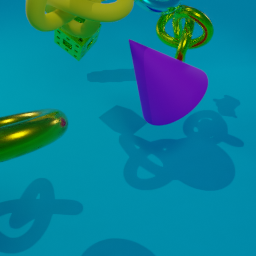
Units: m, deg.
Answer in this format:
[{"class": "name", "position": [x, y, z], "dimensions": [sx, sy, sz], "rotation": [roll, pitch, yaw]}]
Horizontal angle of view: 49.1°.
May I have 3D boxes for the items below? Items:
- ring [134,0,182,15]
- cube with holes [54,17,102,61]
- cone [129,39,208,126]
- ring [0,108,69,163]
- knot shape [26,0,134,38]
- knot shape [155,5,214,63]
[{"class": "ring", "position": [0.562, -3.003, 5.880], "dimensions": [1.349, 0.270, 1.349], "rotation": [6, 73, -19]}, {"class": "cube with holes", "position": [-1.193, -2.216, 6.583], "dimensions": [0.756, 0.756, 0.756], "rotation": [37, 72, -5]}, {"class": "cone", "position": [0.492, -1.136, 5.496], "dimensions": [1.572, 1.577, 1.572], "rotation": [-29, 36, 24]}, {"class": "ring", "position": [-1.529, 0.097, 3.292], "dimensions": [1.664, 0.333, 1.664], "rotation": [-11, 12, 2]}, {"class": "knot shape", "position": [-0.991, -2.174, 4.902], "dimensions": [1.909, 0.882, 1.787], "rotation": [-2, 9, 30]}, {"class": "knot shape", "position": [1.253, -2.104, 6.125], "dimensions": [0.676, 1.369, 1.463], "rotation": [-12, 89, -25]}]
